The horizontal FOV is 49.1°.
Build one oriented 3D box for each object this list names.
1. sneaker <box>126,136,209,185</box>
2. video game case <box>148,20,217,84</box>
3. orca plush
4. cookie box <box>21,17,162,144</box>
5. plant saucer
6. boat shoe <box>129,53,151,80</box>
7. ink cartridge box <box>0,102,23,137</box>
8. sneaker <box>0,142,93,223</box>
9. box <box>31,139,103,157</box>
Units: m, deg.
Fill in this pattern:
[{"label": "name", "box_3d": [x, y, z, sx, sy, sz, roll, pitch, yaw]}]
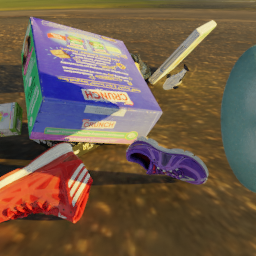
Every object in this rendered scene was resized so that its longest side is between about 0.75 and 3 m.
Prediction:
[{"label": "sneaker", "box_3d": [0.651, 0.697, 5.018, 1.518, 0.612, 0.633, 18, 35, 20]}, {"label": "video game case", "box_3d": [2.067, -2.850, 10.437, 0.296, 2.446, 2.687, 46, 37, 0]}, {"label": "orca plush", "box_3d": [1.565, -1.639, 9.072, 0.544, 1.033, 0.367, 37, 29, 7]}, {"label": "cookie box", "box_3d": [-0.976, -1.066, 6.340, 2.498, 1.097, 2.921, 5, 43, -29]}, {"label": "plant saucer", "box_3d": [2.339, -0.136, 4.208, 2.352, 2.352, 0.423, -18, 11, -30]}, {"label": "boat shoe", "box_3d": [0.142, -2.186, 10.065, 1.088, 0.976, 2.940, 0, 21, 17]}, {"label": "ink cartridge box", "box_3d": [-3.042, -0.171, 6.617, 0.965, 0.366, 0.714, -7, 64, 0]}, {"label": "sneaker", "box_3d": [-1.355, 1.131, 4.100, 1.887, 0.739, 1.090, -39, 73, -12]}, {"label": "box", "box_3d": [-1.365, 0.148, 6.458, 1.435, 0.312, 1.149, 20, 33, 34]}]
